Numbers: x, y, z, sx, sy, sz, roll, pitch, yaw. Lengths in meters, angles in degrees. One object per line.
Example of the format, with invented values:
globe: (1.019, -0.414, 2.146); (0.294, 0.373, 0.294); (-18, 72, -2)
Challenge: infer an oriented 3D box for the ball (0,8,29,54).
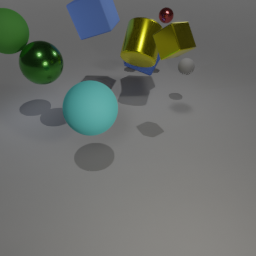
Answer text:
ball: (-3.903, -3.089, 8.976); (1.400, 1.400, 1.400); (0, 33, 0)

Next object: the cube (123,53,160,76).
cube: (0.668, -3.534, 13.003); (1.400, 1.400, 1.400); (18, 33, -19)

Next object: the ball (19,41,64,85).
ball: (-2.823, -2.123, 9.151); (1.400, 1.400, 1.400); (0, 33, 0)

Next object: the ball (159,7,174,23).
ball: (1.796, -5.294, 13.176); (0.700, 0.700, 0.700); (0, 33, 0)

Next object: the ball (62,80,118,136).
ball: (-0.956, -0.504, 7.149); (1.400, 1.400, 1.400); (0, 33, 0)

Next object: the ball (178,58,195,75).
ball: (2.459, -2.592, 11.817); (0.700, 0.700, 0.700); (0, 33, 0)

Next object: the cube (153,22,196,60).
cube: (1.197, -2.237, 7.214); (0.700, 0.700, 0.700); (-21, 4, -39)

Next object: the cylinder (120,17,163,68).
cylinder: (0.528, -3.244, 10.745); (1.400, 1.400, 1.400); (13, -8, 2)

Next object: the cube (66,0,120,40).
cube: (-1.345, -4.580, 11.195); (1.400, 1.400, 1.400); (-9, 34, 22)
